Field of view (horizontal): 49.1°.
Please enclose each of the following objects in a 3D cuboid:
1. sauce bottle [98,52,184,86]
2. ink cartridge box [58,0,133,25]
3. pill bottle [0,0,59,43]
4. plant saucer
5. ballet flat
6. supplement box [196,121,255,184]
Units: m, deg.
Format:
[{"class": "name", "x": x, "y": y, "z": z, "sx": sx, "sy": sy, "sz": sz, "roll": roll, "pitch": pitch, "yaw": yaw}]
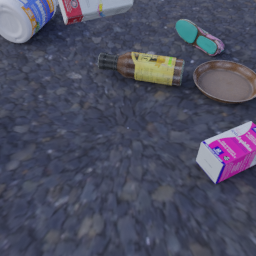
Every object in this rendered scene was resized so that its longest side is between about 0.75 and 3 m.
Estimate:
[{"class": "sauce bottle", "x": 0.393, "y": -1.915, "z": 8.775, "sx": 2.667, "sy": 0.863, "sz": 0.863, "roll": 10, "pitch": 48, "yaw": 7}, {"class": "ink cartridge box", "x": -0.650, "y": -2.529, "z": 5.151, "sx": 1.268, "sy": 0.924, "sz": 0.525, "roll": -17, "pitch": 10, "yaw": -14}, {"class": "pill bottle", "x": -3.780, "y": -4.658, "z": 10.818, "sx": 1.598, "sy": 1.598, "sz": 2.851, "roll": 13, "pitch": 49, "yaw": 12}, {"class": "plant saucer", "x": 3.034, "y": -1.398, "z": 8.667, "sx": 2.040, "sy": 0.327, "sz": 2.040, "roll": -1, "pitch": 47, "yaw": 1}, {"class": "ballet flat", "x": 2.663, "y": -3.328, "z": 10.301, "sx": 0.740, "sy": 0.719, "sz": 2.080, "roll": -19, "pitch": 52, "yaw": -41}, {"class": "supplement box", "x": 2.474, "y": 0.553, "z": 6.553, "sx": 1.500, "sy": 0.775, "sz": 0.759, "roll": -20, "pitch": 49, "yaw": -20}]
